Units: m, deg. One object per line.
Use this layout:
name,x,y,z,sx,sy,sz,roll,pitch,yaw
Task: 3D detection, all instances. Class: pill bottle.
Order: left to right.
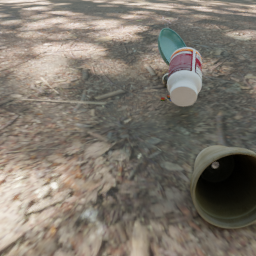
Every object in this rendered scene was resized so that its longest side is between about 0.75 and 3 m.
pill bottle,1.740,-1.571,8.614,1.031,1.031,1.826,6,49,9

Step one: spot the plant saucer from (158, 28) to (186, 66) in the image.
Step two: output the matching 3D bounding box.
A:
plant saucer,1.867,-3.201,11.735,0.356,1.983,1.983,-25,9,43

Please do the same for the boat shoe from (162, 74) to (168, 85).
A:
boat shoe,2.081,-2.079,10.953,1.612,0.539,0.459,-30,39,-22

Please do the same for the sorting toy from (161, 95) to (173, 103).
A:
sorting toy,1.567,-1.037,9.690,0.813,0.138,0.392,-12,33,-20

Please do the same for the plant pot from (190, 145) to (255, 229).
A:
plant pot,1.852,0.925,5.380,1.472,1.472,1.278,1,15,2
